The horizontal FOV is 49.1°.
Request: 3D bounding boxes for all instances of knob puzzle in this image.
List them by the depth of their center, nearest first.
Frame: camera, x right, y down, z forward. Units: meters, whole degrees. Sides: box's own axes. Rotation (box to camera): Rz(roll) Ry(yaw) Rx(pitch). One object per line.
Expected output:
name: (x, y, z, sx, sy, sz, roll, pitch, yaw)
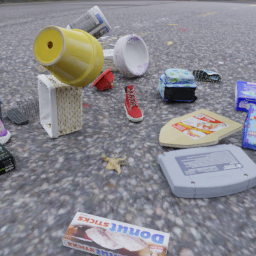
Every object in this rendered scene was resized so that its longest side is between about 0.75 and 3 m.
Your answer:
knob puzzle: (2.512, 0.191, 10.920, 3.112, 0.432, 3.112, -12, 24, 5)

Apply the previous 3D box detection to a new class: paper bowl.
paper bowl: (0.067, -4.153, 16.286, 1.220, 2.345, 2.345, 3, 26, 41)

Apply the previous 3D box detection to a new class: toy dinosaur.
toy dinosaur: (-0.377, 1.219, 9.518, 0.722, 0.416, 1.428, -31, 33, -16)

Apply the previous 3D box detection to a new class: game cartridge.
game cartridge: (2.615, 1.359, 9.042, 2.928, 0.599, 1.949, -6, 28, -9)

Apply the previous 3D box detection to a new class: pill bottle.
pill bottle: (-1.943, -4.309, 12.477, 2.137, 1.216, 1.216, -32, 34, 5)

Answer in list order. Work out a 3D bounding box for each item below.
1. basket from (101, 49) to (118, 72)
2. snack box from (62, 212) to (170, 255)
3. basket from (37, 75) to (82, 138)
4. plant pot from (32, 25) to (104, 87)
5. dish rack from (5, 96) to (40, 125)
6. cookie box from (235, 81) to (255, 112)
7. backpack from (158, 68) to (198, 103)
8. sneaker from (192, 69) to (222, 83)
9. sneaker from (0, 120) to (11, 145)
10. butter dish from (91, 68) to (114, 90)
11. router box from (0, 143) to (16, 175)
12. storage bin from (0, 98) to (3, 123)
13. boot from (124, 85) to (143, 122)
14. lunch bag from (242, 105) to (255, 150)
basket: (-1.092, -4.227, 17.556, 1.771, 1.093, 1.200, -9, 33, -12)
snack box: (-0.290, 2.769, 6.943, 2.513, 0.306, 0.904, 9, 33, 14)
basket: (-2.705, -0.938, 11.263, 1.363, 2.209, 1.498, -13, 33, -31)
plant pot: (-2.087, -2.503, 9.429, 1.975, 1.975, 1.858, 15, 3, 22)
dish rack: (-4.329, -0.940, 12.698, 2.248, 0.613, 1.724, -24, 38, -33)
cookie box: (6.075, -1.486, 13.412, 1.730, 0.760, 2.022, 9, 33, 14)
backpack: (2.421, -2.222, 14.028, 1.737, 1.395, 1.898, -2, 28, -11)
sneaker: (4.546, -3.011, 16.192, 1.662, 0.652, 0.748, 17, 23, 12)
sneaker: (-5.927, 0.021, 10.588, 2.683, 1.186, 1.079, -4, 33, -3)
butter dish: (-1.163, -2.446, 14.920, 0.909, 1.226, 1.230, 47, 31, -10)
router box: (-4.914, 1.191, 9.236, 1.887, 0.586, 1.414, -26, 40, -36)
storage bin: (-5.978, -0.552, 11.579, 1.649, 1.107, 1.200, -26, 40, -35)
boot: (0.204, -1.161, 12.398, 0.645, 1.286, 1.783, -9, 33, -13)
lunch bag: (5.273, 0.205, 10.676, 1.564, 0.977, 2.078, 14, 44, 17)
